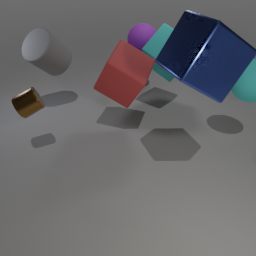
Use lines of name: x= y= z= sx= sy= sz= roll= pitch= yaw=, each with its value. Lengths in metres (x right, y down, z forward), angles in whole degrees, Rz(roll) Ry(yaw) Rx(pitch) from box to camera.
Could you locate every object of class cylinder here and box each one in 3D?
cylinder: x=-2.964 y=-0.746 z=8.350 sx=0.700 sy=0.700 sz=0.700 roll=-31 pitch=35 yaw=-1
cylinder: x=-3.160 y=-2.964 z=11.033 sx=1.400 sy=1.400 sz=1.400 roll=19 pitch=-5 yaw=29

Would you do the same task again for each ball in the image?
ball: x=0.674 y=-4.078 z=12.887 sx=1.400 sy=1.400 sz=1.400 roll=0 pitch=30 yaw=0
ball: x=4.065 y=-1.533 z=9.155 sx=1.400 sy=1.400 sz=1.400 roll=0 pitch=30 yaw=0

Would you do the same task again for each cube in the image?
cube: x=1.581 y=-2.981 z=11.253 sx=1.400 sy=1.400 sz=1.400 roll=39 pitch=87 yaw=14
cube: x=1.769 y=-1.673 z=6.574 sx=1.400 sy=1.400 sz=1.400 roll=21 pitch=20 yaw=-31
cube: x=-0.127 y=-1.842 z=9.619 sx=1.400 sy=1.400 sz=1.400 roll=30 pitch=50 yaw=-9
